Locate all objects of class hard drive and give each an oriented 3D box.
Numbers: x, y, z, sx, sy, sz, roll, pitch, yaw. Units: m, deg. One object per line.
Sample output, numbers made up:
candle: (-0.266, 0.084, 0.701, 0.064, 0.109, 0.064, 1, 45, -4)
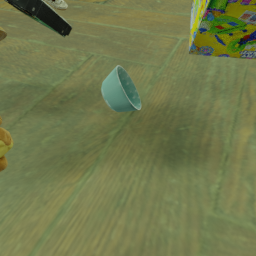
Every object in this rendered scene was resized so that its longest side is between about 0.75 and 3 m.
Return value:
hard drive: (-1.920, -2.364, 5.364, 1.233, 0.334, 1.765, 32, 6, 8)

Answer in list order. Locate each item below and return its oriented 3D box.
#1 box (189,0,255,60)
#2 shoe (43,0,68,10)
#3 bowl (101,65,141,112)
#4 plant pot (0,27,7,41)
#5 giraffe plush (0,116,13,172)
box: (2.551, -2.475, 5.458, 2.280, 2.196, 1.391, 5, 75, 1)
shoe: (-1.986, -3.379, 7.384, 0.834, 0.223, 0.292, 21, 81, -20)
bowl: (-0.173, -0.680, 5.402, 0.488, 0.932, 0.932, -24, 37, 19)
plant pot: (-4.190, -2.281, 7.009, 2.161, 0.297, 2.161, -15, 10, 3)
giraffe plush: (-1.693, 0.437, 2.735, 1.194, 1.030, 0.968, -25, 40, -19)
